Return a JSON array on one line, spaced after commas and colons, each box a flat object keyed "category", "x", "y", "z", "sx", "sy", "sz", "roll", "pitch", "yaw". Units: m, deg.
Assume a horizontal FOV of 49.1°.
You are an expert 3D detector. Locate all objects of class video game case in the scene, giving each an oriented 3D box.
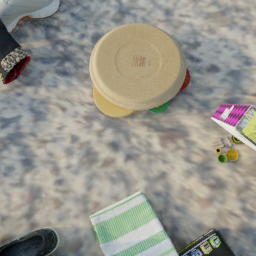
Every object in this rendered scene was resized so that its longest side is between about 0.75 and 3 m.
[{"category": "video game case", "x": 2.977, "y": 0.462, "z": 5.401, "sx": 2.645, "sy": 2.918, "sz": 0.522, "roll": 36, "pitch": 100, "yaw": 6}]

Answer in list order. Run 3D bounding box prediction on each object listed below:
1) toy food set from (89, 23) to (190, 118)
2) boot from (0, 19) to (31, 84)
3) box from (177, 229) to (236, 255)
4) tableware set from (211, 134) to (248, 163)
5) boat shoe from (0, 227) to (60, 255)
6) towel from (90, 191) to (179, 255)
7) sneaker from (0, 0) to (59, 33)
[{"category": "toy food set", "x": 0.296, "y": -1.570, "z": 7.307, "sx": 2.569, "sy": 0.631, "sz": 2.595, "roll": -8, "pitch": 73, "yaw": -3}, {"category": "boot", "x": -3.670, "y": -1.762, "z": 7.229, "sx": 2.124, "sy": 0.777, "sz": 1.599, "roll": -44, "pitch": 92, "yaw": 7}, {"category": "box", "x": 1.612, "y": 3.389, "z": 5.831, "sx": 1.865, "sy": 0.443, "sz": 1.801, "roll": -29, "pitch": 72, "yaw": -9}, {"category": "tableware set", "x": 2.584, "y": 0.473, "z": 6.913, "sx": 0.967, "sy": 0.148, "sz": 0.651, "roll": -18, "pitch": 74, "yaw": -6}, {"category": "boat shoe", "x": -2.516, "y": 2.859, "z": 5.843, "sx": 2.207, "sy": 0.732, "sz": 0.825, "roll": -26, "pitch": 74, "yaw": -8}, {"category": "towel", "x": 0.123, "y": 2.451, "z": 6.010, "sx": 1.443, "sy": 0.221, "sz": 1.892, "roll": -25, "pitch": 59, "yaw": -8}, {"category": "sneaker", "x": -3.311, "y": -3.404, "z": 7.554, "sx": 2.764, "sy": 1.272, "sz": 1.047, "roll": -29, "pitch": 75, "yaw": -8}]
